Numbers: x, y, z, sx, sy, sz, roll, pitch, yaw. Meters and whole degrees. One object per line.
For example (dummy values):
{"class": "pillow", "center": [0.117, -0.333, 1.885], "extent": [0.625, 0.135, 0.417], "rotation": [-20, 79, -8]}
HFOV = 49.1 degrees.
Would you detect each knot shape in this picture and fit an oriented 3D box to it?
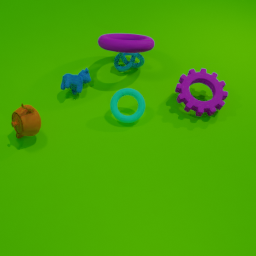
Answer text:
{"class": "knot shape", "center": [0.013, -2.668, 10.292], "extent": [1.133, 1.060, 0.523], "rotation": [-7, 25, 0]}

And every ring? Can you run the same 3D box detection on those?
{"class": "ring", "center": [-0.008, -0.714, 8.895], "extent": [1.116, 0.223, 1.116], "rotation": [0, 83, -2]}
{"class": "ring", "center": [-0.063, -3.001, 9.829], "extent": [1.997, 0.399, 1.997], "rotation": [2, 26, -1]}

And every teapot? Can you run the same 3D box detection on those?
{"class": "teapot", "center": [-3.019, -0.219, 8.175], "extent": [0.743, 1.518, 0.944], "rotation": [-20, 62, -44]}

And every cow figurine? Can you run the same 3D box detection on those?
{"class": "cow figurine", "center": [-1.790, -1.689, 9.666], "extent": [0.574, 1.047, 1.030], "rotation": [-9, 69, 45]}

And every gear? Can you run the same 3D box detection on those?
{"class": "gear", "center": [2.406, -1.187, 9.212], "extent": [1.647, 0.305, 1.647], "rotation": [1, 67, -3]}
